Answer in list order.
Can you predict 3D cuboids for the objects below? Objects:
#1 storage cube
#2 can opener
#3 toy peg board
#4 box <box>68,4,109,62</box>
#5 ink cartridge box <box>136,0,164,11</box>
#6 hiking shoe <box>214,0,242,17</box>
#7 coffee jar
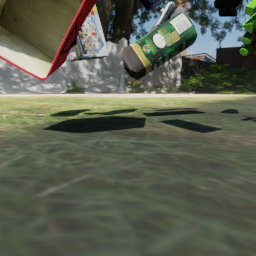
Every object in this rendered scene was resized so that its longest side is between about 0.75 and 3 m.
[{"bbox_3d":[-1.929,-2.422,5.780,2.206,1.885,1.983,29,21,-12],"label":"storage cube"},{"bbox_3d":[1.173,-3.507,10.470,0.810,2.437,0.641,44,22,23],"label":"can opener"},{"bbox_3d":[3.518,-2.266,6.539,0.868,1.774,1.766,-44,55,-17],"label":"toy peg board"},{"bbox_3d":[-1.552,-3.412,9.414,0.416,2.205,1.506,-9,9,41],"label":"box"},{"bbox_3d":[0.290,-3.002,4.571,0.806,1.441,2.113,-39,-3,-9],"label":"ink cartridge box"},{"bbox_3d":[3.055,-4.114,8.567,0.808,0.941,2.171,4,7,15],"label":"hiking shoe"},{"bbox_3d":[0.971,-2.659,9.350,2.522,1.076,1.315,-33,-3,1],"label":"coffee jar"}]
